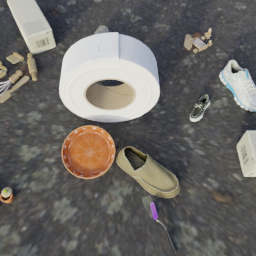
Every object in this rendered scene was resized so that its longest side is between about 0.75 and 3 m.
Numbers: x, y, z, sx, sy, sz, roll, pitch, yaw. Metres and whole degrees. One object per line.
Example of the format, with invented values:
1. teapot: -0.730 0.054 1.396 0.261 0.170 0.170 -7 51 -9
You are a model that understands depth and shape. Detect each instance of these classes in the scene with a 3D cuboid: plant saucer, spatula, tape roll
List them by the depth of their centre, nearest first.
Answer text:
1. spatula: 0.872 2.458 6.931 0.135 0.371 1.311 -22 67 -22
2. tape roll: -0.495 -1.261 7.778 2.738 2.738 0.958 -1 58 -1
3. plant saucer: -1.095 0.674 7.868 1.502 0.242 1.502 -1 75 3

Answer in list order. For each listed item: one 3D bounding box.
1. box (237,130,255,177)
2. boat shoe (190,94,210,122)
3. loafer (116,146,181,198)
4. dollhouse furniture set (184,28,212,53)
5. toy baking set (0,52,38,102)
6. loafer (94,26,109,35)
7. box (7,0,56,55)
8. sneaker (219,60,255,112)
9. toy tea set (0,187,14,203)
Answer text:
1. box: 4.506 0.697 7.632 2.677 0.915 1.100 1 58 0
2. boat shoe: 2.225 -0.644 8.745 0.379 0.341 1.072 14 52 35
3. loafer: 0.507 1.161 7.491 1.975 0.666 0.751 29 63 16
4. dollhouse furniture set: 2.692 -3.252 10.324 1.092 0.483 0.566 -27 62 -16
5. toy baking set: -3.912 -1.763 9.563 1.714 0.260 2.234 -24 56 -8
6. loafer: -1.031 -3.057 10.084 0.679 0.678 1.943 5 58 3
7. box: -3.639 -3.955 10.542 1.012 0.842 2.463 -23 61 -14
8. sneaker: 3.706 -1.388 8.969 0.741 0.856 1.975 -25 63 -15
9. toy tea set: -3.656 1.891 7.135 1.379 0.510 0.820 -35 65 -20
